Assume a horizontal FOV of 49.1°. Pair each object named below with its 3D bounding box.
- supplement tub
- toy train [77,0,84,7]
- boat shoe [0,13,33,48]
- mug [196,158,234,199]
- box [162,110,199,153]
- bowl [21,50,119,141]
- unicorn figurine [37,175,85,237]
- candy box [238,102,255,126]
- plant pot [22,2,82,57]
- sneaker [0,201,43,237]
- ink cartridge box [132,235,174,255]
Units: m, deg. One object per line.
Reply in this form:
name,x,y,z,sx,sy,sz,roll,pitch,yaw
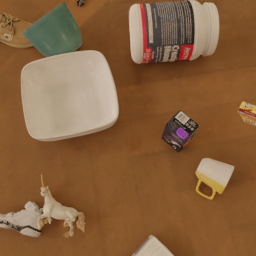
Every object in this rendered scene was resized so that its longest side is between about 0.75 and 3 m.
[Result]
supplement tub,1.500,-3.342,9.794,2.835,1.989,1.989,-4,69,-1
toy train,-1.835,-5.474,11.615,0.269,0.200,1.175,21,69,-5
boat shoe,-4.577,-3.753,10.537,2.875,0.927,1.024,7,69,3
mug,2.561,1.471,8.563,0.944,0.921,1.150,27,65,18
box,1.617,0.135,8.827,0.795,1.300,0.690,43,75,15
bowl,-1.879,-0.989,9.377,2.966,1.107,2.962,-13,69,-4
unicorn figurine,-2.096,2.419,8.182,1.839,1.263,0.679,35,111,-13
candy box,2.771,-0.254,6.115,0.534,0.925,0.256,29,92,33
plant pot,-2.503,-3.240,9.874,1.828,1.828,1.467,-43,114,-15
sneaker,-3.209,2.572,8.286,1.563,0.587,0.898,17,69,1
ink cartridge box,0.873,4.492,7.632,1.933,0.597,2.383,-43,84,-15
